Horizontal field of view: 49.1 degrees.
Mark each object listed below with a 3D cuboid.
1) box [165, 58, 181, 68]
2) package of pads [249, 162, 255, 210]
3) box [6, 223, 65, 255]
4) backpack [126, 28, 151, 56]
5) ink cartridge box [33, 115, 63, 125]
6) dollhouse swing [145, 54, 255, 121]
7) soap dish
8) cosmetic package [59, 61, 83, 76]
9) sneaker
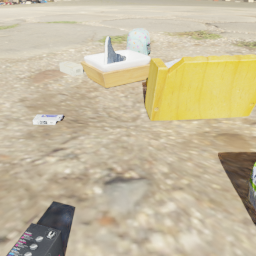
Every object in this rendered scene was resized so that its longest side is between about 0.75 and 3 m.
[{"bbox_3d":[2.611,-2.513,11.849,1.803,0.371,1.406,23,36,38],"label":"box"},{"bbox_3d":[3.512,1.401,3.819,2.931,1.000,2.264,-1,27,-1],"label":"package of pads"},{"bbox_3d":[-1.244,1.776,3.566,0.485,0.559,0.914,9,30,14],"label":"box"},{"bbox_3d":[0.513,-4.301,14.144,1.190,1.354,1.038,13,31,20],"label":"backpack"},{"bbox_3d":[-2.208,-0.234,7.793,0.768,0.151,0.382,0,27,4],"label":"ink cartridge box"},{"bbox_3d":[1.967,-1.654,8.189,2.908,2.643,2.556,-3,50,-5],"label":"dollhouse swing"},{"bbox_3d":[-0.405,-2.324,10.874,2.317,0.941,1.823,-17,32,-30],"label":"soap dish"},{"bbox_3d":[-2.401,-2.523,11.858,0.530,0.374,1.024,-25,38,-38],"label":"cosmetic package"},{"bbox_3d":[-0.479,-2.951,10.904,0.867,1.200,0.456,2,1,4],"label":"sneaker"}]
